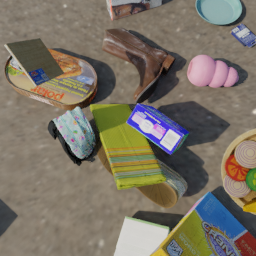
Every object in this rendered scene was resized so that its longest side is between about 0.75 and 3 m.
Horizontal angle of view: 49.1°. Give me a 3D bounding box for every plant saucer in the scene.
[{"bbox_3d":[3.048,-4.053,9.535,1.549,0.278,1.549,0,69,1],"label":"plant saucer"}]

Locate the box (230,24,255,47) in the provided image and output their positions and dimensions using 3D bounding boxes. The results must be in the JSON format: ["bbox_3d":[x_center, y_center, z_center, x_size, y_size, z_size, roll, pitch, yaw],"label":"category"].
[{"bbox_3d":[3.837,-3.007,9.192,0.518,0.138,0.854,-33,71,-12],"label":"box"}]

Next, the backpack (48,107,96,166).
[{"bbox_3d":[-1.398,0.131,7.208,0.958,1.514,1.264,-38,72,-14],"label":"backpack"}]

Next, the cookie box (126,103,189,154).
[{"bbox_3d":[0.833,-0.003,7.207,1.347,1.575,0.592,36,101,14],"label":"cookie box"}]

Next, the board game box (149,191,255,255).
[{"bbox_3d":[1.824,2.715,5.846,2.023,0.533,2.643,47,33,16],"label":"board game box"}]

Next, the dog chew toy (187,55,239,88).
[{"bbox_3d":[2.537,-1.612,8.277,1.474,0.918,0.918,12,69,-4],"label":"dog chew toy"}]

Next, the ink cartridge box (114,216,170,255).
[{"bbox_3d":[0.260,2.937,6.446,1.127,0.371,1.549,9,58,18],"label":"ink cartridge box"}]

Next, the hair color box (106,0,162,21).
[{"bbox_3d":[0.217,-4.361,9.256,1.846,1.023,0.590,-20,70,-7],"label":"hair color box"}]

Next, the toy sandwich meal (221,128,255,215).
[{"bbox_3d":[2.445,0.764,4.692,1.752,0.600,1.752,0,90,23],"label":"toy sandwich meal"}]

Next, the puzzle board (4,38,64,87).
[{"bbox_3d":[-1.908,-1.400,5.872,0.109,1.255,0.946,-29,103,23],"label":"puzzle board"}]

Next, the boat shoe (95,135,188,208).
[{"bbox_3d":[0.290,0.970,7.286,2.669,0.963,0.867,32,35,24],"label":"boat shoe"}]

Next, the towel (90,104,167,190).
[{"bbox_3d":[-0.104,0.317,7.137,1.223,0.257,2.843,-1,42,-23],"label":"towel"}]

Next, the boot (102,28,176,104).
[{"bbox_3d":[-0.032,-1.991,8.456,2.324,0.746,2.166,33,59,9],"label":"boot"}]

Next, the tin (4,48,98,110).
[{"bbox_3d":[-2.277,-1.491,8.390,2.838,0.594,1.589,20,66,8],"label":"tin"}]
